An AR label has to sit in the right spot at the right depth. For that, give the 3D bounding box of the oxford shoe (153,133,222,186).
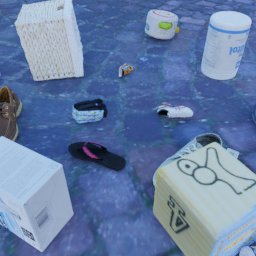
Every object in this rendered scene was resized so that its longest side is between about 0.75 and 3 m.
[{"bbox_3d":[1.819,0.928,8.354,2.757,0.796,1.036,-29,51,-27],"label":"oxford shoe"}]

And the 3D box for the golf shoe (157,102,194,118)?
[{"bbox_3d":[1.732,-0.550,10.341,1.324,0.481,0.610,10,45,25],"label":"golf shoe"}]

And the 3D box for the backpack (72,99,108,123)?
[{"bbox_3d":[-1.456,-0.616,10.212,1.137,0.874,0.927,1,37,-34],"label":"backpack"}]

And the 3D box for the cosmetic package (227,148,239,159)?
[{"bbox_3d":[2.845,1.095,8.029,0.345,0.944,0.489,25,46,25],"label":"cosmetic package"}]

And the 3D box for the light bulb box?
[{"bbox_3d":[-2.546,1.545,6.712,1.980,1.963,1.236,20,44,23],"label":"light bulb box"}]

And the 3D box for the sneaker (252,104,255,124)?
[{"bbox_3d":[4.971,-0.277,9.425,1.023,1.196,2.916,5,41,6],"label":"sneaker"}]

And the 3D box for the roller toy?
[{"bbox_3d":[1.865,-5.771,15.755,1.709,1.309,1.873,30,40,23],"label":"roller toy"}]

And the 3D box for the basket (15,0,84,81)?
[{"bbox_3d":[-3.334,-3.968,12.593,2.291,2.849,2.824,-10,41,-3],"label":"basket"}]

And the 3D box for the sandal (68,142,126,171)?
[{"bbox_3d":[-0.976,0.757,8.800,1.972,0.444,0.741,17,43,19],"label":"sandal"}]

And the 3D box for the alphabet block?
[{"bbox_3d":[1.885,1.801,6.480,1.877,1.887,1.922,-19,44,-23],"label":"alphabet block"}]

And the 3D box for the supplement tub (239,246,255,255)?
[{"bbox_3d":[3.052,2.948,5.997,1.081,0.780,0.780,-1,41,0],"label":"supplement tub"}]

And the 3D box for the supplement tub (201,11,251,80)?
[{"bbox_3d":[4.229,-3.601,12.281,1.670,2.531,1.670,-1,41,1],"label":"supplement tub"}]

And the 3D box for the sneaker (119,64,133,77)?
[{"bbox_3d":[-0.116,-2.636,12.804,0.409,0.415,1.060,19,43,13],"label":"sneaker"}]

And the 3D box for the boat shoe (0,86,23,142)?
[{"bbox_3d":[-4.375,-0.370,9.630,1.055,0.990,2.931,-10,42,-2],"label":"boat shoe"}]
